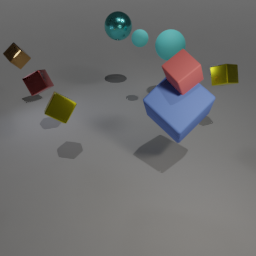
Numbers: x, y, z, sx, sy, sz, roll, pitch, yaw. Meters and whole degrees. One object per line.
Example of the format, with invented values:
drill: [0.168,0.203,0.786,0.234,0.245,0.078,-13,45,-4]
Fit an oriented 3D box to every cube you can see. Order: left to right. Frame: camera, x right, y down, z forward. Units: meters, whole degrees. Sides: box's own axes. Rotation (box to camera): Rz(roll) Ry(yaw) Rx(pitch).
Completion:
cube: [-4.868,-3.161,12.297,0.700,0.700,0.700,-46,65,2]
cube: [-3.284,-1.675,10.285,0.700,0.700,0.700,-26,10,11]
cube: [-2.036,-0.618,8.405,0.700,0.700,0.700,27,2,-20]
cube: [1.453,-0.626,8.147,1.400,1.400,1.400,-44,74,-4]
cube: [1.392,-1.408,7.112,0.700,0.700,0.700,-38,61,3]
cube: [3.558,-1.948,10.329,0.700,0.700,0.700,-7,4,-36]

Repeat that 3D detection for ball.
ball: [-0.493,-5.149,14.160,1.400,1.400,1.400,0,30,0]
ball: [0.490,-3.697,11.550,0.700,0.700,0.700,0,30,0]
ball: [1.964,-3.835,13.006,1.400,1.400,1.400,0,30,0]
